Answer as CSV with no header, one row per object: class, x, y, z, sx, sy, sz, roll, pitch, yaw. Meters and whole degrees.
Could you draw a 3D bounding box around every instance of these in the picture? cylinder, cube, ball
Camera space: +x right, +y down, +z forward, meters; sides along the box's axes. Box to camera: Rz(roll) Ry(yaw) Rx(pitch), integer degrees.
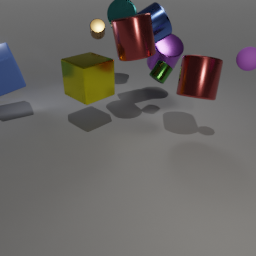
cylinder,-1.424,-4.631,13.138,0.700,0.700,0.700,-3,-8,-6
cylinder,0.215,-3.231,9.953,1.400,1.400,1.400,-9,23,4
cylinder,0.826,-4.045,11.273,1.400,1.400,1.400,-32,33,0
cube,-1.461,-1.875,10.390,1.400,1.400,1.400,27,40,37
cylinder,1.331,-2.259,11.319,0.700,0.700,0.700,34,4,-3
cylinder,2.519,-1.773,9.922,1.400,1.400,1.400,8,10,-1
cylinder,-0.231,-5.483,13.720,1.400,1.400,1.400,3,14,5
cube,-5.079,-2.272,11.059,1.400,1.400,1.400,-25,46,-13
cylinder,1.699,-3.422,13.017,1.400,1.400,1.400,4,66,-9
ball,3.582,-2.049,8.307,0.700,0.700,0.700,0,29,0
